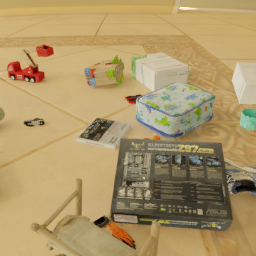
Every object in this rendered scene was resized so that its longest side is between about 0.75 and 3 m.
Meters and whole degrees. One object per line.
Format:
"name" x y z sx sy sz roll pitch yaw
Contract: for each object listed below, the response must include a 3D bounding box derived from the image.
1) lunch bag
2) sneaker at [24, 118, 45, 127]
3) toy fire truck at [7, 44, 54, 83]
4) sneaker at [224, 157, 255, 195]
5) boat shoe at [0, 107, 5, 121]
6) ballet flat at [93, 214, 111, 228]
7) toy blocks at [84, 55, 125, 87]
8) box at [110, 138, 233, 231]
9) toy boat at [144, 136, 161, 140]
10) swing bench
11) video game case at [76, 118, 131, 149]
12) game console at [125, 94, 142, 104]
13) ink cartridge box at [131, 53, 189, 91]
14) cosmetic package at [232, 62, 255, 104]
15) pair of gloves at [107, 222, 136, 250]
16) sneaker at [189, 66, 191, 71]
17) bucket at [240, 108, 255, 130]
"lunch bag" 1.897 -0.836 11.383 2.968 1.224 2.386 -26 41 -37
"sneaker" -3.795 -0.245 11.349 0.815 0.271 0.369 -4 27 -14
"toy fire truck" -5.389 -3.553 15.280 2.850 2.010 0.695 10 31 15
"sneaker" 2.928 1.411 8.036 1.987 0.766 0.847 10 36 18
"boat shoe" -5.815 -0.103 10.620 0.743 0.838 2.242 -5 32 44
"ballet flat" -0.747 2.336 6.917 0.775 0.220 0.257 -22 26 -34
"toy blocks" -1.437 -3.037 15.320 1.999 1.461 2.924 -6 28 12
"box" 1.095 1.385 7.386 2.887 0.737 2.277 2 51 5
"toy boat" 0.932 0.580 9.445 1.113 0.728 0.726 17 34 27
"swing bench" -0.463 2.356 5.313 1.975 1.985 1.288 19 46 30
"video game case" -0.883 0.164 10.705 1.551 0.199 1.707 11 33 17
"game console" 0.356 -1.399 13.481 0.870 0.135 0.769 -9 28 -16
"ink cartridge box" 1.670 -3.086 15.259 2.043 1.230 2.812 -14 32 -21
"cosmetic package" 6.196 -2.129 13.313 1.904 1.174 1.910 3 46 4
"pair of gloves" -0.339 2.578 6.338 0.882 0.122 0.990 33 26 31
"sneaker" 3.410 -3.274 16.456 0.582 0.456 1.171 32 52 33
"bucket" 4.945 -0.357 11.209 0.898 0.584 0.898 0 31 0
